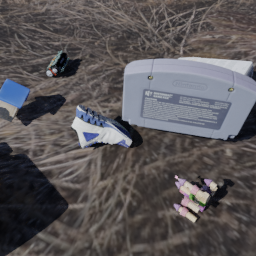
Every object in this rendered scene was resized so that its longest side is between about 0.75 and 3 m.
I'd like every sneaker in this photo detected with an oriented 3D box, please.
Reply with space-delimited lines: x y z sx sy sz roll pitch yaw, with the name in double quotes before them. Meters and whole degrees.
"sneaker" -0.761 0.159 7.027 1.581 0.913 0.639 29 17 -17

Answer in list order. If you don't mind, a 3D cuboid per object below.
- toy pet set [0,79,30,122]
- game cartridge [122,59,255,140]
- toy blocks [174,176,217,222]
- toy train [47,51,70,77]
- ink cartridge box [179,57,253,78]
"toy pet set" -3.565 -0.922 7.227 1.719 0.978 1.842 25 15 -17
"game cartridge" 1.276 -0.628 6.273 2.784 1.854 0.578 10 46 4
"toy blocks" 1.301 1.313 5.763 0.736 0.818 0.875 33 65 27
"toy train" -2.359 -2.127 9.350 0.623 0.466 1.093 -26 35 31
"ink cartridge box" 2.351 -1.502 8.891 2.561 0.605 2.050 13 44 35
